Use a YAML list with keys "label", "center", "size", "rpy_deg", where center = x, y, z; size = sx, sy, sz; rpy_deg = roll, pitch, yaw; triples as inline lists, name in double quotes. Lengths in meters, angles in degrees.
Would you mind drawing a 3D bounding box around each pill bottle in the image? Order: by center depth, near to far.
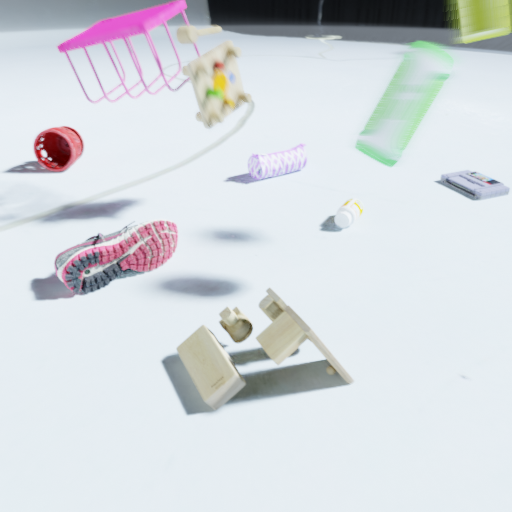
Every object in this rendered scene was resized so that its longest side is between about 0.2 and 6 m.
- label: "pill bottle"
  center: [1.932, -0.882, 11.733]
  size: [0.437, 0.437, 0.787]
  rpy_deg: [14, 31, 24]

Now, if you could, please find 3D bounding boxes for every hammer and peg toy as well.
- label: "hammer and peg toy"
  center: [-0.814, -3.768, 11.358]
  size: [0.691, 1.959, 1.441]
  rpy_deg: [14, 43, 35]

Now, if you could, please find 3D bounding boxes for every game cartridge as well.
- label: "game cartridge"
  center: [5.299, -1.754, 13.587]
  size: [0.920, 0.272, 1.419]
  rpy_deg: [-16, 32, -19]

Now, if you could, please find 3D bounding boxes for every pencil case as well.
- label: "pencil case"
  center: [0.542, -2.426, 14.345]
  size: [1.635, 0.699, 0.686]
  rpy_deg: [-18, 32, -32]

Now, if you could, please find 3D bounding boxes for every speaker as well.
- label: "speaker"
  center: [2.248, -2.294, 8.575]
  size: [0.790, 1.787, 0.790]
  rpy_deg: [28, 11, -6]

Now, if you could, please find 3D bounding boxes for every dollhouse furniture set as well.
- label: "dollhouse furniture set"
  center: [0.094, 1.454, 7.551]
  size: [1.561, 1.272, 1.484]
  rpy_deg: [-42, 37, -2]

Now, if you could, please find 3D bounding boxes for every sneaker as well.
- label: "sneaker"
  center: [-2.415, -0.154, 9.874]
  size: [2.302, 0.928, 0.860]
  rpy_deg: [-21, 32, -33]

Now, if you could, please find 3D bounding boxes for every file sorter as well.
- label: "file sorter"
  center: [-2.580, -4.213, 11.849]
  size: [2.312, 1.450, 1.606]
  rpy_deg: [1, 38, 29]

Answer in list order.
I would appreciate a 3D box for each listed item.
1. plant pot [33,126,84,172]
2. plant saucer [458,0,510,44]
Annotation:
- label: "plant pot"
  center: [-5.144, -2.888, 14.795]
  size: [1.113, 1.113, 1.014]
  rpy_deg: [4, 25, 7]
- label: "plant saucer"
  center: [3.959, -4.265, 9.869]
  size: [0.211, 0.883, 0.882]
  rpy_deg: [-27, 22, -34]
